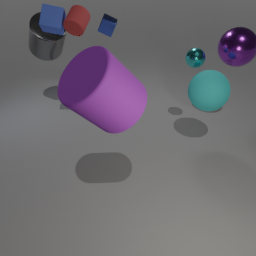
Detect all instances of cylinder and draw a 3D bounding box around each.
[{"bbox_3d":[-3.286,-3.693,11.370,1.400,1.400,1.400,7,68,-18],"label":"cylinder"},{"bbox_3d":[-1.661,-3.492,9.124,0.700,0.700,0.700,10,65,16],"label":"cylinder"},{"bbox_3d":[-0.523,-0.774,6.009,1.400,1.400,1.400,-18,56,29],"label":"cylinder"}]

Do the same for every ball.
[{"bbox_3d":[4.002,-2.950,10.223,1.400,1.400,1.400,0,32,0],"label":"ball"},{"bbox_3d":[2.760,-1.272,9.573,1.400,1.400,1.400,0,32,0],"label":"ball"},{"bbox_3d":[2.392,-2.484,9.939,0.700,0.700,0.700,0,32,0],"label":"ball"}]

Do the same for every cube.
[{"bbox_3d":[-0.971,-4.907,13.371,0.700,0.700,0.700,21,38,-13],"label":"cube"},{"bbox_3d":[-2.474,-3.566,9.246,0.700,0.700,0.700,10,1,-7],"label":"cube"}]
